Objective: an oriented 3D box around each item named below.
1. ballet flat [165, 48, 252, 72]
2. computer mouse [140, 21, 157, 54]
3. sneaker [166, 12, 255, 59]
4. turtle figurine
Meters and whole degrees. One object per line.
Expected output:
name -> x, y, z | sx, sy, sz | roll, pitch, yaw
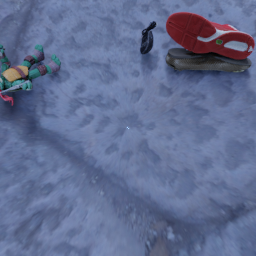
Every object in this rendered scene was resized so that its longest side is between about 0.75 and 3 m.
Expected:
ballet flat -> 2.521, -2.058, 8.861 | 2.724, 0.631, 0.918 | 2, 40, -6
computer mouse -> 0.660, -2.784, 8.888 | 0.282, 0.741, 1.069 | 20, 69, -27
sneaker -> 2.489, -2.933, 8.875 | 2.691, 1.054, 1.554 | 22, 26, -1
turtle figurine -> -3.214, -1.655, 8.167 | 1.743, 1.172, 2.329 | 46, 50, 4
